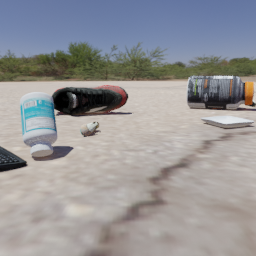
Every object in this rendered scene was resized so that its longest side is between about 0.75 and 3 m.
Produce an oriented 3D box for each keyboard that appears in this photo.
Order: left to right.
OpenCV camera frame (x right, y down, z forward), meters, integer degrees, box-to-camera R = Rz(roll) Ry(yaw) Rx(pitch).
[{"bbox_3d":[-2.416,0.332,4.513,0.943,0.359,1.812,-10,14,-42],"label":"keyboard"}]

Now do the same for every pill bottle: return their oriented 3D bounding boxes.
[{"bbox_3d":[-1.484,-0.049,4.676,0.556,1.003,0.556,-11,-20,-4],"label":"pill bottle"},{"bbox_3d":[3.528,-1.361,10.734,2.372,1.260,1.260,5,12,22],"label":"pill bottle"}]

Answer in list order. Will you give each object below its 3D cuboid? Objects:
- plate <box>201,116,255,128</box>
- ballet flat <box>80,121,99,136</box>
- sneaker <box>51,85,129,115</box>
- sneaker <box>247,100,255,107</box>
[{"bbox_3d":[2.629,-0.162,7.472,1.004,0.163,1.006,-4,12,-23],"label":"plate"},{"bbox_3d":[-0.844,-0.025,6.368,0.270,0.273,0.802,-30,5,15],"label":"ballet flat"},{"bbox_3d":[-1.343,-0.914,9.264,2.684,0.949,1.311,-1,10,5],"label":"sneaker"},{"bbox_3d":[5.200,-1.055,11.669,0.379,0.286,0.811,-6,9,-4],"label":"sneaker"}]
